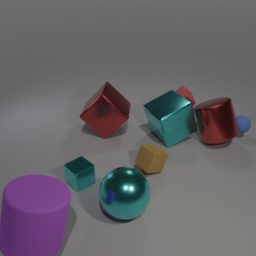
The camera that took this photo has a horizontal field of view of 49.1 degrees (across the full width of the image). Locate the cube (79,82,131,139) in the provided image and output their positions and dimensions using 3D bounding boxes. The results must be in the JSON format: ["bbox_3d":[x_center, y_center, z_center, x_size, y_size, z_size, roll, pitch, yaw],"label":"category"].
[{"bbox_3d":[-0.877,-0.728,11.323,1.400,1.400,1.400,41,25,-18],"label":"cube"}]

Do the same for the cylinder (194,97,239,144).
[{"bbox_3d":[3.365,-0.298,10.681,1.400,1.400,1.400,-18,12,4],"label":"cylinder"}]

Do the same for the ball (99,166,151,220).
[{"bbox_3d":[-0.082,1.747,7.587,1.400,1.400,1.400,0,30,0],"label":"ball"}]

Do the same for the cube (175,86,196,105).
[{"bbox_3d":[2.411,-1.277,12.244,0.700,0.700,0.700,31,36,-38],"label":"cube"}]

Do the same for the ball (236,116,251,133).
[{"bbox_3d":[4.524,-0.145,11.172,0.700,0.700,0.700,0,30,0],"label":"ball"}]

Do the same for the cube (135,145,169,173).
[{"bbox_3d":[0.780,1.012,9.296,0.700,0.700,0.700,5,21,-42],"label":"cube"}]

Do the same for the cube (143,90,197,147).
[{"bbox_3d":[1.645,-0.390,10.939,1.400,1.400,1.400,-29,37,-10],"label":"cube"}]

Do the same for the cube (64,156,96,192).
[{"bbox_3d":[-1.518,1.436,8.840,0.700,0.700,0.700,-25,38,-36],"label":"cube"}]

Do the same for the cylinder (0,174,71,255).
[{"bbox_3d":[-2.075,1.985,6.244,1.400,1.400,1.400,12,20,-4],"label":"cylinder"}]
